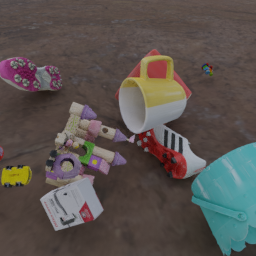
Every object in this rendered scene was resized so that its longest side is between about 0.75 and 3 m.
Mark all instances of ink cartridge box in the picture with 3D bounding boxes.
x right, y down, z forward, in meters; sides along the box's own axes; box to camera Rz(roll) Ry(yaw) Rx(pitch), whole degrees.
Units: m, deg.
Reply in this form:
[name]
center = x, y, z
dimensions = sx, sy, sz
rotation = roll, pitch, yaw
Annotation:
[ink cartridge box]
center = -1.111, 1.505, 5.495
dimensions = 1.016, 0.746, 0.421
rotation = -25, 3, 26

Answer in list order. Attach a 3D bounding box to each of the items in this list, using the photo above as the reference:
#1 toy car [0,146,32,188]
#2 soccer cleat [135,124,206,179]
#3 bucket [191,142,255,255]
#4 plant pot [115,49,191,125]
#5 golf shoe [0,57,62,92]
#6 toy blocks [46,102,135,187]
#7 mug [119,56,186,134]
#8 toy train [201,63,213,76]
[toy car]
center = -2.861, 1.188, 5.996
dimensions = 1.703, 1.603, 0.380
rotation = 29, -1, 27
[soccer cleat]
center = 1.057, 0.420, 7.613
dimensions = 1.092, 0.879, 2.563
rotation = -2, 31, -27
[bucket]
center = 2.214, 1.291, 5.141
dimensions = 2.001, 2.001, 1.302
rotation = -14, 53, -18
[plant pot]
center = 0.850, -1.111, 8.648
dimensions = 1.733, 1.959, 1.959
rotation = 41, 43, 0
[golf shoe]
center = -3.535, -1.703, 9.740
dimensions = 1.330, 1.095, 2.907
rotation = -7, -1, 20
[toy blocks]
center = -0.760, 0.588, 6.142
dimensions = 1.581, 1.878, 1.755
rotation = 21, 64, -7
[mug]
center = 0.729, -0.730, 6.827
dimensions = 1.379, 1.679, 1.345
rotation = -11, 63, -26
[toy train]
center = 3.362, -2.299, 11.445
dimensions = 0.771, 0.326, 0.446
rotation = 20, 47, -37
